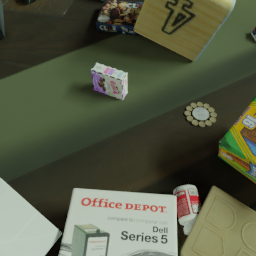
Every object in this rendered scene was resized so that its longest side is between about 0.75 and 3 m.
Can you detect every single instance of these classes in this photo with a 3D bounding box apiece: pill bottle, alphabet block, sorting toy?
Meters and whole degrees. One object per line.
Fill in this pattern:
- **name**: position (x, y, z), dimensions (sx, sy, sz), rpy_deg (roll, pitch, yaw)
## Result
- **pill bottle**: position (1.376, 1.836, 6.291), dimensions (0.561, 0.561, 0.999), rpy_deg (-5, 55, -3)
- **alphabet block**: position (1.907, -4.115, 9.138), dimensions (2.407, 2.364, 2.351), rpy_deg (27, 55, -3)
- **sorting toy**: position (2.461, 2.562, 5.796), dimensions (2.439, 0.327, 1.817), rpy_deg (32, 60, 7)

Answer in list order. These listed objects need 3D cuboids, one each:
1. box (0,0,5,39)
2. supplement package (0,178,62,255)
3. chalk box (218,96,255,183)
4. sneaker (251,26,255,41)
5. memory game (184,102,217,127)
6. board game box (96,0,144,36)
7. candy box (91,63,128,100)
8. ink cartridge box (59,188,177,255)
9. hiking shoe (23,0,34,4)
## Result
- **box**: position (-5.636, -4.259, 10.468), dimensions (1.685, 0.942, 2.388), rpy_deg (-15, 55, -7)
- **supplement package**: position (-2.707, 2.259, 5.140), dimensions (1.720, 1.224, 2.208), rpy_deg (46, 60, -10)
- **chalk box**: position (3.527, 0.665, 6.270), dimensions (2.512, 1.568, 1.557), rpy_deg (39, 85, 26)
- **sneaker**: position (4.815, -3.334, 10.127), dimensions (0.364, 0.410, 0.971), rpy_deg (-13, 56, -10)
- **memory game**: position (2.127, -0.402, 8.220), dimensions (0.936, 0.060, 0.936), rpy_deg (0, 54, 1)
- **board game box**: position (0.151, -4.249, 10.773), dimensions (2.460, 0.426, 1.666), rpy_deg (7, 54, 5)
- **candy box**: position (-0.543, -1.394, 8.435), dimensions (1.037, 0.870, 0.371), rpy_deg (20, 57, 15)
- **ink cartridge box**: position (-0.203, 2.744, 5.200), dimensions (2.143, 1.237, 2.945), rpy_deg (4, 54, 3)
- **hiking shoe**: position (-4.379, -5.784, 11.896), dimensions (0.623, 0.535, 1.438), rpy_deg (-31, 69, -28)
